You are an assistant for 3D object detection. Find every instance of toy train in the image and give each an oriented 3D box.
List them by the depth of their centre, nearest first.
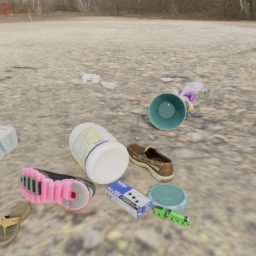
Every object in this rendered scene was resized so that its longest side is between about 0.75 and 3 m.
[{"bbox_3d":[1.062,2.114,6.785,0.929,0.262,0.194,13,30,25],"label":"toy train"}]

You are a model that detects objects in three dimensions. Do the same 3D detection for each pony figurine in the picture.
[{"bbox_3d":[2.509,-1.277,12.475,1.668,1.439,1.728,4,46,5],"label":"pony figurine"}]

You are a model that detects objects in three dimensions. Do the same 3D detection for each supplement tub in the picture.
[{"bbox_3d":[-0.937,0.685,8.406,1.320,1.320,1.821,-15,30,-26],"label":"supplement tub"}]

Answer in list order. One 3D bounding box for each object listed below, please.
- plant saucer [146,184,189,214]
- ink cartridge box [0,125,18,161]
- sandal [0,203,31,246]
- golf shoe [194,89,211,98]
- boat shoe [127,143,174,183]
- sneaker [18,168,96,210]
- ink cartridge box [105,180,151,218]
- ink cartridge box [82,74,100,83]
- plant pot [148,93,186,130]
[{"bbox_3d":[1.056,1.826,7.475,1.141,0.156,1.141,1,27,0],"label":"plant saucer"},{"bbox_3d":[-4.692,0.628,9.151,1.313,0.746,1.802,7,28,13],"label":"ink cartridge box"},{"bbox_3d":[-2.726,2.172,6.566,0.524,0.352,1.305,5,27,10],"label":"sandal"},{"bbox_3d":[3.657,-1.784,14.378,1.189,0.466,0.578,-4,10,-21],"label":"golf shoe"},{"bbox_3d":[0.686,0.848,8.710,0.757,0.759,2.051,-19,33,-33],"label":"boat shoe"},{"bbox_3d":[-1.883,1.547,7.527,2.256,0.891,1.076,11,8,19],"label":"sneaker"},{"bbox_3d":[-0.010,1.830,7.340,0.554,0.261,1.179,-22,34,-39],"label":"ink cartridge box"},{"bbox_3d":[-2.163,-2.921,16.504,0.918,0.393,0.677,0,27,5],"label":"ink cartridge box"},{"bbox_3d":[1.557,-0.687,11.225,1.444,1.444,0.973,3,7,6],"label":"plant pot"}]
